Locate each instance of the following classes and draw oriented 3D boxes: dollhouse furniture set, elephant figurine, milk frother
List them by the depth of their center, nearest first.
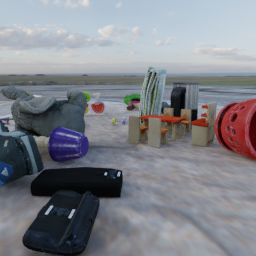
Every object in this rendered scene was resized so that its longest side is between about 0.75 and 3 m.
[{"bbox_3d":[-2.308,-0.275,7.291,2.331,1.649,1.808,7,-4,-13],"label":"elephant figurine"},{"bbox_3d":[1.421,-0.233,8.359,2.264,1.179,2.289,7,13,34],"label":"dollhouse furniture set"},{"bbox_3d":[2.398,-0.793,10.035,1.750,1.646,1.579,3,12,15],"label":"milk frother"}]

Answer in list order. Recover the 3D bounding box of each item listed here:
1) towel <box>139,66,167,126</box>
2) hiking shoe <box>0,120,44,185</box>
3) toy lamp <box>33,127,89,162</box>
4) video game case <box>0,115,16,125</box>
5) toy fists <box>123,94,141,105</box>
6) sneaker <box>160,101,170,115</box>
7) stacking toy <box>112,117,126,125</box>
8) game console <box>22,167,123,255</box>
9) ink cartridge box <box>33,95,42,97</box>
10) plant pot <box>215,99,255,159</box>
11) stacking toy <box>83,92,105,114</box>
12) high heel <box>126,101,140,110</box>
[{"bbox_3d":[0.957,-1.220,10.724,0.615,2.187,2.555,11,13,12],"label":"towel"},{"bbox_3d":[-2.810,0.444,5.404,2.735,1.017,1.186,3,19,45],"label":"hiking shoe"},{"bbox_3d":[-2.287,0.349,6.528,2.830,0.824,0.824,1,11,18],"label":"toy lamp"},{"bbox_3d":[-4.675,-0.370,11.554,1.142,0.226,1.260,4,12,19],"label":"video game case"},{"bbox_3d":[0.851,-1.688,16.922,2.271,0.781,1.158,-5,12,-20],"label":"toy fists"},{"bbox_3d":[1.464,-0.898,13.427,1.068,0.694,1.849,0,0,28],"label":"sneaker"},{"bbox_3d":[-0.164,-0.327,11.246,0.879,0.274,1.165,0,10,1],"label":"stacking toy"},{"bbox_3d":[-0.861,1.055,4.135,1.452,0.297,2.462,0,10,3],"label":"game console"},{"bbox_3d":[-3.312,-0.637,10.532,1.450,1.053,0.605,10,-21,40],"label":"ink cartridge box"},{"bbox_3d":[2.887,0.008,6.697,1.420,1.420,1.293,-5,5,-23],"label":"plant pot"},{"bbox_3d":[-1.709,-1.248,13.118,1.263,1.143,0.533,1,32,4],"label":"stacking toy"},{"bbox_3d":[0.786,-1.285,14.998,1.704,0.575,0.819,2,29,26],"label":"high heel"}]
